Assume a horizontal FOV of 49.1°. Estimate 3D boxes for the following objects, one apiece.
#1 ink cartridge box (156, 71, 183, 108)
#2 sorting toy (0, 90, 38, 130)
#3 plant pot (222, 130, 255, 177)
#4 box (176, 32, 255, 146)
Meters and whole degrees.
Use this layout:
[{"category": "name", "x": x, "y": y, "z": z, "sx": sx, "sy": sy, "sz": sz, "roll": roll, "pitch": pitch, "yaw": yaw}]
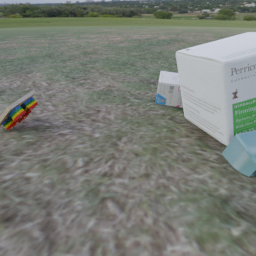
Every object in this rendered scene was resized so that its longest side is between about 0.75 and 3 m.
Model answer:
[{"category": "ink cartridge box", "x": 1.980, "y": -1.290, "z": 9.840, "sx": 1.868, "sy": 1.076, "sz": 0.634, "roll": 10, "pitch": 52, "yaw": 6}, {"category": "sorting toy", "x": -3.309, "y": -0.435, "z": 8.418, "sx": 1.189, "sy": 0.414, "sz": 1.181, "roll": -36, "pitch": 12, "yaw": 37}, {"category": "plant pot", "x": 2.796, "y": 0.627, "z": 6.342, "sx": 0.795, "sy": 0.793, "sz": 0.810, "roll": -9, "pitch": 53, "yaw": -19}, {"category": "box", "x": 3.034, "y": -1.219, "z": 7.595, "sx": 2.526, "sy": 2.174, "sz": 2.538, "roll": -17, "pitch": 23, "yaw": -10}]
